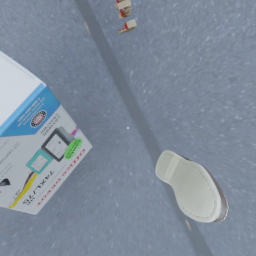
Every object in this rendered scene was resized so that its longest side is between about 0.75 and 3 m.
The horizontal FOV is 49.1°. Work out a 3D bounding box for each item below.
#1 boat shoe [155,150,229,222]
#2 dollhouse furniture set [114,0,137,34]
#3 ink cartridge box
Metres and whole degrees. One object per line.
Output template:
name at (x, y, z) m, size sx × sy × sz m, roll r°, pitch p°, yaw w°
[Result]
boat shoe at (1.173, 1.007, 5.013) m, size 0.660 × 2.217 × 0.796 m, roll 23°, pitch 95°, yaw -18°
dollhouse furniture set at (-0.156, -3.009, 7.323) m, size 0.492 × 0.956 × 0.945 m, roll -21°, pitch 97°, yaw 1°
ink cartridge box at (-2.295, 0.124, 5.291) m, size 1.970 × 2.697 × 1.979 m, roll 34°, pitch 76°, yaw 20°
